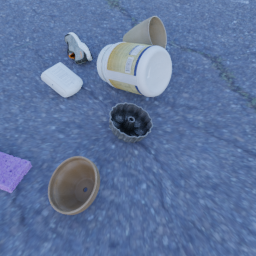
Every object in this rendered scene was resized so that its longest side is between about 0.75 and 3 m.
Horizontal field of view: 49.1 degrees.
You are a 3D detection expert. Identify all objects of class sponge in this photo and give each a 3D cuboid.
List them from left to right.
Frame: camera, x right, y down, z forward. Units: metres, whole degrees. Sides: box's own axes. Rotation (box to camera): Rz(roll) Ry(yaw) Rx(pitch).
[{"bbox_3d":[-3.622,1.089,7.623,1.694,0.253,0.945,14,47,14],"label":"sponge"}]

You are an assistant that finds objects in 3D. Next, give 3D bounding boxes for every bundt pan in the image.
[{"bbox_3d":[0.026,-0.110,8.467,1.368,0.513,1.368,12,49,-14],"label":"bundt pan"}]

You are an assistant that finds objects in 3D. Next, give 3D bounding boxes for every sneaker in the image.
[{"bbox_3d":[-2.269,-3.359,11.753,0.820,0.765,2.069,-32,51,-11],"label":"sneaker"}]

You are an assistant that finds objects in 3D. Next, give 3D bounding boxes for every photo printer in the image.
[{"bbox_3d":[-2.302,-1.693,10.018,1.240,0.431,1.032,38,46,1],"label":"photo printer"}]

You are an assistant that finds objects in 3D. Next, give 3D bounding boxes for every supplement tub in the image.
[{"bbox_3d":[0.173,-2.067,9.627,2.273,1.641,1.641,22,47,40],"label":"supplement tub"}]

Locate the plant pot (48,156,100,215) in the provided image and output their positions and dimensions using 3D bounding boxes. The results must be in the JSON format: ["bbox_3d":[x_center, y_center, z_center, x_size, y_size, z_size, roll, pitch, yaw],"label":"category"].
[{"bbox_3d":[-1.183,1.427,6.757,1.384,0.639,1.384,-14,58,23],"label":"plant pot"}]

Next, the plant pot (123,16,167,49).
[{"bbox_3d":[0.590,-3.726,11.662,1.537,1.439,1.439,-2,38,36],"label":"plant pot"}]
